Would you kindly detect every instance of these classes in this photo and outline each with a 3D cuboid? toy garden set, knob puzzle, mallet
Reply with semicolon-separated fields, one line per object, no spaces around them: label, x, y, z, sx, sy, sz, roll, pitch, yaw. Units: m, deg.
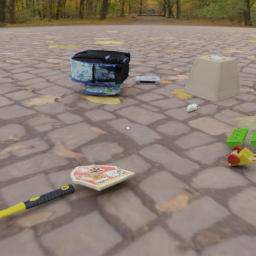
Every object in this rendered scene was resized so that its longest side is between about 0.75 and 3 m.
toy garden set;3.880;0.510;7.509;2.333;0.466;1.945;-5;19;35
knob puzzle;-0.742;1.039;6.652;1.534;0.213;1.534;0;10;0
mallet;-2.161;1.688;5.678;2.440;0.502;0.804;-11;27;-31

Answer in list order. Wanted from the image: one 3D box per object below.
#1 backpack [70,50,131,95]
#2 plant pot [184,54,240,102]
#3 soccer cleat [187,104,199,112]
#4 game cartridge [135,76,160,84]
backpack;-1.332;-2.580;12.987;2.557;1.879;2.340;8;25;7
plant pot;3.952;-2.406;12.913;1.898;1.681;1.896;-19;31;-33
soccer cleat;2.589;-0.805;11.175;0.293;0.262;0.755;20;29;32
game cartridge;1.049;-2.558;14.943;1.293;0.269;0.861;2;21;4
